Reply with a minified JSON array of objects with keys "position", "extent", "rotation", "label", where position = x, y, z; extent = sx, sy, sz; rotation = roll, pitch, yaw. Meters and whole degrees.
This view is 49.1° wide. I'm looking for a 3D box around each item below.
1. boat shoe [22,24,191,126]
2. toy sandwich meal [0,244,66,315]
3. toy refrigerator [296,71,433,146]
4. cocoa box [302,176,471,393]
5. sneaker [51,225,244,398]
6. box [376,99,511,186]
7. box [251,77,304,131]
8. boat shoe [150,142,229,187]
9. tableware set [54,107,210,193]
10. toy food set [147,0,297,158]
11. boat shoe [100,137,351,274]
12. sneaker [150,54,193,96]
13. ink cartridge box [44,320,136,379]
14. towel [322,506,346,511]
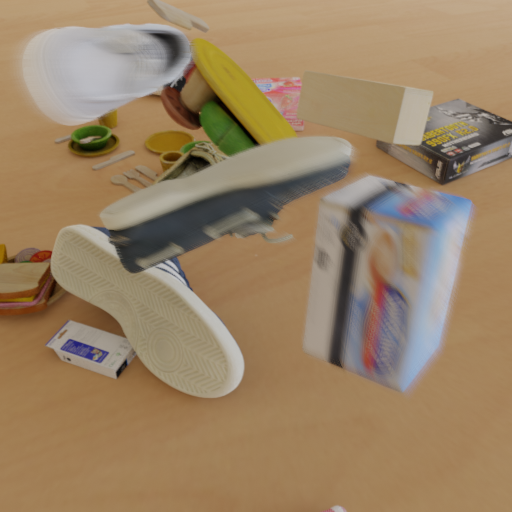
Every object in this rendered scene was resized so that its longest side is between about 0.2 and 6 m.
[{"position":[-1.090,-1.583,4.631],"extent":[0.696,0.732,2.032],"rotation":[-14,14,20],"label":"boat shoe"},{"position":[-3.571,0.297,8.549],"extent":[1.614,0.553,1.614],"rotation":[0,38,0],"label":"toy sandwich meal"},{"position":[1.821,-2.604,9.741],"extent":[0.826,0.897,2.362],"rotation":[-7,24,-38],"label":"toy refrigerator"},{"position":[1.109,0.197,4.810],"extent":[0.970,1.479,0.986],"rotation":[19,27,30],"label":"cocoa box"},{"position":[-1.270,0.569,7.793],"extent":[3.376,1.265,1.427],"rotation":[38,22,23],"label":"sneaker"},{"position":[4.218,-2.542,12.084],"extent":[2.536,0.613,2.009],"rotation":[-21,43,-25],"label":"box"},{"position":[0.082,-3.504,13.034],"extent":[1.998,0.946,1.025],"rotation":[-3,38,-3],"label":"box"},{"position":[-1.123,-1.566,10.506],"extent":[0.941,0.811,2.579],"rotation":[35,50,13],"label":"boat shoe"},{"position":[-2.562,-2.512,12.117],"extent":[2.398,0.546,3.560],"rotation":[-31,47,-33],"label":"tableware set"},{"position":[-0.412,-1.769,7.018],"extent":[2.708,0.885,1.593],"rotation":[49,22,-4],"label":"toy food set"},{"position":[-0.195,-0.408,4.608],"extent":[2.101,0.650,0.787],"rotation":[-20,23,-4],"label":"boat shoe"},{"position":[-2.178,-5.089,15.034],"extent":[1.072,0.988,2.681],"rotation":[15,40,21],"label":"sneaker"},{"position":[-2.230,1.259,7.614],"extent":[1.126,0.221,0.560],"rotation":[16,41,17],"label":"ink cartridge box"},{"position":[0.030,3.415,4.814],"extent":[2.629,0.393,1.924],"rotation":[-11,39,-17],"label":"towel"}]
